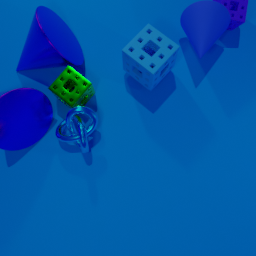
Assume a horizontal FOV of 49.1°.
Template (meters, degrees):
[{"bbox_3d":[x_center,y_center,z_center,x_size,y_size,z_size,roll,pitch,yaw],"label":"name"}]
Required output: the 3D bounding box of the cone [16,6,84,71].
[{"bbox_3d":[-2.305,-1.904,7.196,1.655,1.649,1.649,-29,75,20],"label":"cone"}]

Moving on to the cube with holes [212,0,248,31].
[{"bbox_3d":[2.648,-3.098,7.425,0.702,0.702,0.702,8,91,-7],"label":"cube with holes"}]

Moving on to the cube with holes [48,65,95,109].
[{"bbox_3d":[-1.357,-0.921,6.902,0.737,0.737,0.737,38,82,6],"label":"cube with holes"}]

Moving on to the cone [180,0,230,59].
[{"bbox_3d":[1.847,-2.209,6.936,1.244,1.244,1.249,11,65,3],"label":"cone"}]

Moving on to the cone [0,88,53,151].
[{"bbox_3d":[-2.944,-0.523,6.834,1.593,1.587,1.587,34,76,36],"label":"cone"}]

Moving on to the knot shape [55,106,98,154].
[{"bbox_3d":[-1.275,0.025,6.703,1.070,0.529,1.144,7,97,32],"label":"knot shape"}]

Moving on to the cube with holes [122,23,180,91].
[{"bbox_3d":[0.533,-1.704,6.891,0.952,0.952,0.952,40,78,11],"label":"cube with holes"}]
